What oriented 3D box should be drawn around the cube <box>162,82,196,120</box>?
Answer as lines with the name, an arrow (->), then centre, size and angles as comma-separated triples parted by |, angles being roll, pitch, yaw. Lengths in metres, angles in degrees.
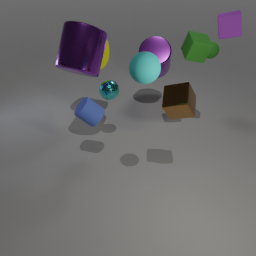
cube -> 1.377, -0.713, 7.491 | 0.700, 0.700, 0.700 | -6, 61, 28

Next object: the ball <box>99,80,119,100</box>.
ball -> -0.659, -1.330, 9.816 | 0.700, 0.700, 0.700 | 0, 30, 0

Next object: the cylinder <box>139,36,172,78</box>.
cylinder -> 1.223, -3.150, 12.630 | 1.400, 1.400, 1.400 | 4, -14, 7

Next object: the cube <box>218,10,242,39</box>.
cube -> 3.276, -3.335, 9.040 | 0.700, 0.700, 0.700 | -3, 28, 19

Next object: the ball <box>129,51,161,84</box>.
ball -> 0.368, -1.321, 6.159 | 0.700, 0.700, 0.700 | 0, 30, 0

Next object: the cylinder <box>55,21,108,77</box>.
cylinder -> -1.471, -2.452, 8.874 | 1.400, 1.400, 1.400 | 13, 4, -1

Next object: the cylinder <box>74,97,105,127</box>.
cylinder -> -1.219, -0.510, 8.855 | 0.700, 0.700, 0.700 | 36, 19, -26

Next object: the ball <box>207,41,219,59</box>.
ball -> 3.367, -3.191, 11.467 | 0.700, 0.700, 0.700 | 0, 30, 0

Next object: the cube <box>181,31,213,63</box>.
cube -> 2.268, -2.684, 9.290 | 0.700, 0.700, 0.700 | 6, 48, -14

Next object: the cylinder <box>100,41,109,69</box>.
cylinder -> -1.664, -2.993, 10.889 | 1.400, 1.400, 1.400 | 7, 30, 27
